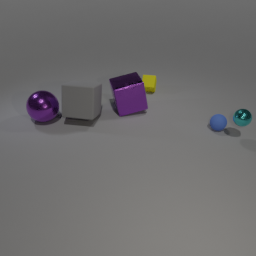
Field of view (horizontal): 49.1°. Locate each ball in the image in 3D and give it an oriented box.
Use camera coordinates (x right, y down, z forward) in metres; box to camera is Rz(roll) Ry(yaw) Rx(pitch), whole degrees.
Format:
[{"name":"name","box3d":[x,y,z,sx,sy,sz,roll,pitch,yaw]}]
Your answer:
[{"name":"ball","box3d":[-3.729,-0.946,12.281,1.400,1.400,1.400,0,31,0]},{"name":"ball","box3d":[4.458,-0.403,10.909,0.700,0.700,0.700,0,31,0]},{"name":"ball","box3d":[3.810,-0.241,11.805,0.700,0.700,0.700,0,31,0]}]

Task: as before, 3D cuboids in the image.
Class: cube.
[{"name":"cube","box3d":[1.141,-2.396,15.108,0.700,0.700,0.700,7,-13,11]},{"name":"cube","box3d":[-1.995,-1.244,12.252,1.400,1.400,1.400,6,17,8]},{"name":"cube","box3d":[0.014,-1.604,13.151,1.400,1.400,1.400,-15,34,-4]}]
